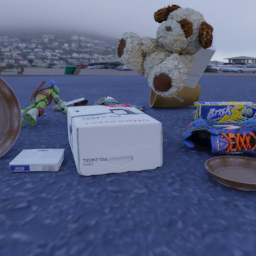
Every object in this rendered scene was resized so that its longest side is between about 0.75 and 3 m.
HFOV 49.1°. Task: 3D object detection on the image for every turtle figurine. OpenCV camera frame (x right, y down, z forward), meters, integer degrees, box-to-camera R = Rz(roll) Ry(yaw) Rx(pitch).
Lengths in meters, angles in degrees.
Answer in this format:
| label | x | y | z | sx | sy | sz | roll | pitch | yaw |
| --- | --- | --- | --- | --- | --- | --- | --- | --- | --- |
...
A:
| label | x | y | z | sx | sy | sz | roll | pitch | yaw |
| --- | --- | --- | --- | --- | --- | --- | --- | --- | --- |
| turtle figurine | -3.555 | -0.642 | 12.088 | 1.736 | 2.413 | 2.339 | 27 | 41 | 12 |

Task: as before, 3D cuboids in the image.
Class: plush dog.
| label | x | y | z | sx | sy | sz | roll | pitch | yaw |
| --- | --- | --- | --- | --- | --- | --- | --- | --- | --- |
| plush dog | 1.460 | -2.470 | 8.740 | 2.359 | 2.525 | 2.940 | 11 | 29 | -48 |

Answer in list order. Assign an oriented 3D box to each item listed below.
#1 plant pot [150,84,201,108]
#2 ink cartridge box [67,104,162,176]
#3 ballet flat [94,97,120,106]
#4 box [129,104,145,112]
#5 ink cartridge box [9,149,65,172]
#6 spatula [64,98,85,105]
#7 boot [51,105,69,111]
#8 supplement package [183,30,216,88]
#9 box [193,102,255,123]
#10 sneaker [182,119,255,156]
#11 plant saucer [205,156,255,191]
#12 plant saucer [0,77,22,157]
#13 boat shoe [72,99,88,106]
| label | x | y | z | sx | sy | sz | roll | pitch | yaw |
| --- | --- | --- | --- | --- | --- | --- | --- | --- | --- |
| plant pot | 2.729 | -2.114 | 15.996 | 2.536 | 2.363 | 2.363 | 11 | 13 | -6 |
| ink cartridge box | -0.534 | 0.157 | 7.964 | 2.133 | 1.225 | 2.938 | -4 | 14 | -16 |
| ballet flat | -1.145 | -1.384 | 14.855 | 1.824 | 0.581 | 0.615 | -7 | -24 | 42 |
| box | 0.111 | -0.954 | 14.447 | 1.118 | 0.362 | 1.418 | 8 | 16 | 26 |
| ink cartridge box | -2.309 | 0.827 | 7.315 | 1.164 | 0.257 | 1.186 | -1 | 12 | -3 |
| spatula | -3.375 | -1.503 | 16.407 | 1.720 | 0.138 | 1.196 | -19 | 13 | -7 |
| boot | -3.514 | -1.039 | 14.919 | 0.918 | 0.322 | 0.671 | -10 | 18 | -39 |
| supplement package | 2.679 | -3.112 | 12.218 | 1.389 | 2.377 | 1.394 | 12 | 57 | -4 |
| box | 4.286 | -0.707 | 12.424 | 2.608 | 0.838 | 0.914 | -1 | 13 | 0 |
| sneaker | 2.826 | 0.377 | 7.921 | 2.888 | 1.088 | 1.132 | 0 | 17 | 40 |
| plant saucer | 2.588 | 1.035 | 6.341 | 1.658 | 0.303 | 1.658 | -1 | 13 | 0 |
| plant saucer | -4.218 | -0.329 | 7.333 | 2.738 | 2.738 | 0.439 | -14 | -1 | -44 |
| boat shoe | -2.942 | -1.564 | 17.091 | 1.022 | 0.366 | 0.389 | -11 | 5 | -37 |
